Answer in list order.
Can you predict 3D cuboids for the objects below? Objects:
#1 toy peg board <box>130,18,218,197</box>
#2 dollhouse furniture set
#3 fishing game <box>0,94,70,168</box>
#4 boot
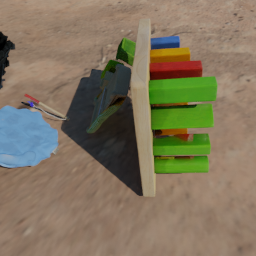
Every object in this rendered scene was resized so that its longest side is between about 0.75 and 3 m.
[{"bbox_3d":[0.942,-0.489,5.912,1.359,2.779,2.767,-1,40,7],"label":"toy peg board"},{"bbox_3d":[-0.060,-0.970,7.672,1.266,1.653,2.523,24,45,-17],"label":"dollhouse furniture set"},{"bbox_3d":[-2.659,0.213,6.779,1.987,0.431,2.774,28,39,2],"label":"fishing game"},{"bbox_3d":[-3.604,-0.812,6.554,1.060,2.346,2.863,23,42,-21],"label":"boot"}]
